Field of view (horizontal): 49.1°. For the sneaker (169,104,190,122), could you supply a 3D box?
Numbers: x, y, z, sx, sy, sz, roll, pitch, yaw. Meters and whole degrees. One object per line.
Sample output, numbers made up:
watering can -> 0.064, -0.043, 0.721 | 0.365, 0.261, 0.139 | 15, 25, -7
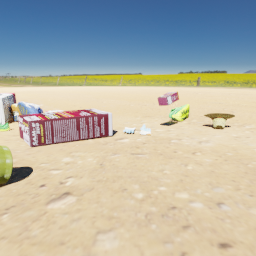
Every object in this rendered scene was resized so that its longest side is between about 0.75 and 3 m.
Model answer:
sneaker -> 2.539, -0.806, 13.787 | 0.828, 0.734, 1.981 | 9, 14, 24

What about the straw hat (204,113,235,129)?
straw hat -> 3.666, -0.240, 11.270 | 1.305, 0.552, 1.305 | 4, -6, 0

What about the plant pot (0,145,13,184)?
plant pot -> -2.898, 0.711, 5.345 | 1.183, 1.183, 1.139 | 11, 3, 44

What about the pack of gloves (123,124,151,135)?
pack of gloves -> 0.366, 0.012, 10.741 | 1.044, 0.245, 1.242 | 5, 9, 3

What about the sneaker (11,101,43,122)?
sneaker -> -4.316, -0.750, 12.522 | 1.209, 1.032, 2.743 | -11, 15, -34

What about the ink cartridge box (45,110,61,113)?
ink cartridge box -> -3.773, -0.722, 14.410 | 0.782, 0.326, 0.568 | -10, 15, -42

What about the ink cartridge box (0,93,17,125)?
ink cartridge box -> -6.635, -0.951, 13.192 | 2.133, 1.224, 2.936 | -2, 11, -10

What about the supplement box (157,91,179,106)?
supplement box -> 1.584, -1.149, 10.937 | 0.449, 0.348, 0.813 | 3, 24, 46

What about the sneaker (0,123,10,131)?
sneaker -> -5.052, -0.047, 10.833 | 0.879, 0.367, 0.325 | -7, 14, -28

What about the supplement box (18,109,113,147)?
supplement box -> -2.146, -0.090, 9.728 | 2.865, 0.872, 1.559 | -8, 14, -32
